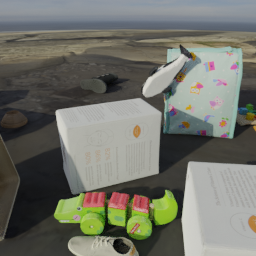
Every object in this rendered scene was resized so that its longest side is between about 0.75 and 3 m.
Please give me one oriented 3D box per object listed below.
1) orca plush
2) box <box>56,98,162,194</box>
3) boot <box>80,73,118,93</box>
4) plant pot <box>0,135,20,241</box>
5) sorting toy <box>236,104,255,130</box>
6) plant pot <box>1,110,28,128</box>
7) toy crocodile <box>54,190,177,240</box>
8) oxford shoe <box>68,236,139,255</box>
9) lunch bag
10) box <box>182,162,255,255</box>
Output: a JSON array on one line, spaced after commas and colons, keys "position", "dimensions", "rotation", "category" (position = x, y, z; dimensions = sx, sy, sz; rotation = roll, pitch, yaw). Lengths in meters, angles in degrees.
[{"position": [1.025, -1.710, 8.387], "dimensions": [0.956, 1.817, 0.646], "rotation": [24, 18, -32], "category": "orca plush"}, {"position": [-0.468, 0.375, 7.063], "dimensions": [2.316, 1.763, 1.231], "rotation": [-10, 26, -20], "category": "box"}, {"position": [-1.199, -2.403, 14.660], "dimensions": [1.683, 0.670, 2.042], "rotation": [18, 26, 31], "category": "boot"}, {"position": [-3.568, 1.043, 5.578], "dimensions": [1.827, 2.061, 2.063], "rotation": [-15, 26, -5], "category": "plant pot"}, {"position": [4.762, -0.490, 10.695], "dimensions": [1.444, 0.349, 2.565], "rotation": [-3, 25, -6], "category": "sorting toy"}, {"position": [-4.228, -0.371, 10.346], "dimensions": [0.935, 0.431, 0.935], "rotation": [0, 26, 0], "category": "plant pot"}, {"position": [-0.245, 1.615, 5.581], "dimensions": [2.416, 0.746, 0.816], "rotation": [2, 24, 5], "category": "toy crocodile"}, {"position": [-0.445, 2.095, 4.982], "dimensions": [1.307, 0.377, 0.491], "rotation": [5, 28, 16], "category": "oxford shoe"}, {"position": [2.411, -1.269, 9.372], "dimensions": [2.430, 2.853, 1.740], "rotation": [3, 25, 9], "category": "lunch bag"}, {"position": [2.337, 1.729, 4.455], "dimensions": [2.726, 1.450, 2.076], "rotation": [3, 25, 6], "category": "box"}]
